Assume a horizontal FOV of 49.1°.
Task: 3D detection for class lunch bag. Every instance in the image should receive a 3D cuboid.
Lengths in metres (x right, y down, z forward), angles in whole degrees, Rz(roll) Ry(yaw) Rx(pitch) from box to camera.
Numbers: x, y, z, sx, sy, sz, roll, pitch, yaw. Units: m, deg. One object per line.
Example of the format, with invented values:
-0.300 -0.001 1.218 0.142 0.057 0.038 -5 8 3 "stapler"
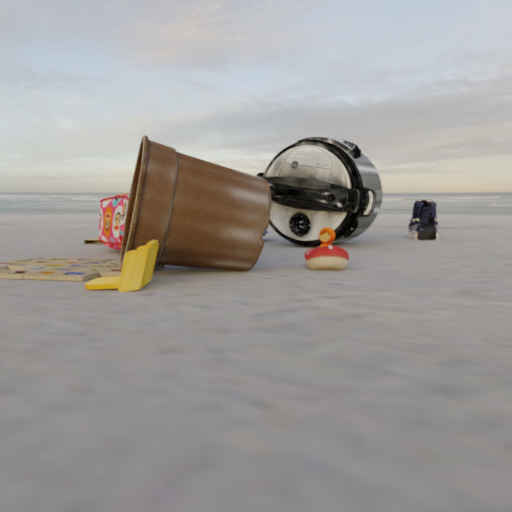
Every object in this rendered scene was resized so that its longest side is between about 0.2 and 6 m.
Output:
-1.825 -0.640 11.537 2.419 1.125 2.747 2 3 -29 "lunch bag"

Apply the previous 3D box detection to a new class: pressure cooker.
1.538 -1.466 13.372 2.553 2.593 2.902 -36 -12 27 "pressure cooker"

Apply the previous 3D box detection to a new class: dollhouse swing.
-1.659 0.102 6.938 0.691 0.715 0.787 13 6 -1 "dollhouse swing"

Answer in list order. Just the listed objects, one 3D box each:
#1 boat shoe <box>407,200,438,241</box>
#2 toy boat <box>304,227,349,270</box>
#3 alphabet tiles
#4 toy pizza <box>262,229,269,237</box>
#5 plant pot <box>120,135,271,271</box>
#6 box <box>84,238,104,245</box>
4.924 -1.078 16.399 0.903 1.122 2.420 1 6 8 "boat shoe"
1.116 -0.123 8.881 0.659 0.660 1.010 0 5 0 "toy boat"
-2.924 0.186 8.687 2.702 0.102 2.258 2 5 13 "alphabet tiles"
-0.733 -0.569 15.238 2.152 0.341 2.152 1 7 0 "toy pizza"
-0.898 -0.615 8.288 1.917 1.936 1.936 10 3 -16 "plant pot"
-3.693 -0.397 14.523 1.057 0.137 1.293 1 6 9 "box"
